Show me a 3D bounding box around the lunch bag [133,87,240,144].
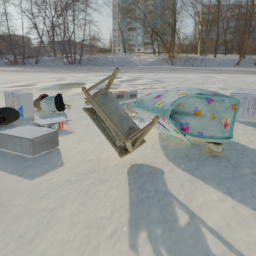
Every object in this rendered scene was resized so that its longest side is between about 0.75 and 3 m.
[{"bbox_3d":[1.937,-0.547,9.929,2.946,1.797,2.510,-1,14,-26],"label":"lunch bag"}]

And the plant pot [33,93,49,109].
[{"bbox_3d":[-4.718,-1.370,15.247,0.787,0.902,0.902,-11,8,28],"label":"plant pot"}]

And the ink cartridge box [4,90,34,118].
[{"bbox_3d":[-5.336,-1.198,13.692,1.593,1.151,0.674,12,18,39],"label":"ink cartridge box"}]

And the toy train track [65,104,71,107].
[{"bbox_3d":[-3.948,-1.334,16.175,1.584,0.258,0.908,14,12,27],"label":"toy train track"}]

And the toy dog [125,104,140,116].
[{"bbox_3d":[0.254,-0.935,13.861,0.864,0.603,0.838,4,7,22],"label":"toy dog"}]

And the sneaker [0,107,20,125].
[{"bbox_3d":[-5.439,-0.294,11.309,2.080,0.790,0.944,-13,27,-19],"label":"sneaker"}]

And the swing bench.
[{"bbox_3d":[-0.298,-0.266,7.415,1.149,1.761,1.770,-35,-13,-22],"label":"swing bench"}]

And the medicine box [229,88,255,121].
[{"bbox_3d":[6.107,-1.095,13.094,2.408,1.240,2.194,9,17,30],"label":"medicine box"}]

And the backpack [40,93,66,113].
[{"bbox_3d":[-3.931,-1.267,14.514,1.202,1.003,0.761,0,17,26],"label":"backpack"}]

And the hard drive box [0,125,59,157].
[{"bbox_3d":[-3.102,0.358,8.771,1.472,0.565,1.147,8,16,29],"label":"hard drive box"}]

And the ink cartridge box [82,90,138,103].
[{"bbox_3d":[-1.192,-2.202,18.571,2.956,0.741,2.398,15,20,38],"label":"ink cartridge box"}]

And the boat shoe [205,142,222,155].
[{"bbox_3d":[2.510,0.595,8.291,0.393,0.353,1.062,1,1,5],"label":"boat shoe"}]

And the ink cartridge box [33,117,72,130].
[{"bbox_3d":[-2.991,-0.143,11.219,0.751,0.347,1.379,14,18,43],"label":"ink cartridge box"}]
